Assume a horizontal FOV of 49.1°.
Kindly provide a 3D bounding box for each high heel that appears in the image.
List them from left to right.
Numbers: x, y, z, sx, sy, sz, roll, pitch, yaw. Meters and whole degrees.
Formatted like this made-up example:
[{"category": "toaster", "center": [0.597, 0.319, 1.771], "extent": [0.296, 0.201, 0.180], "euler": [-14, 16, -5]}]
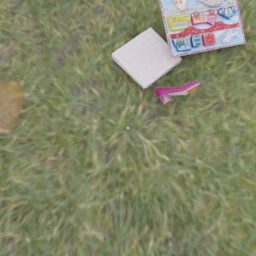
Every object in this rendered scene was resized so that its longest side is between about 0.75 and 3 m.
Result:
[{"category": "high heel", "center": [1.276, -1.061, 7.282], "extent": [1.124, 0.379, 0.539], "euler": [-30, 72, 4]}]

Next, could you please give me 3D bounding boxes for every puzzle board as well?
[{"category": "puzzle board", "center": [2.044, -2.969, 7.566], "extent": [2.321, 0.202, 1.749], "euler": [-14, 95, -15]}]

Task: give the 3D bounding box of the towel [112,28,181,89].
[{"category": "towel", "center": [0.525, -1.951, 7.786], "extent": [1.465, 0.236, 1.399], "euler": [-38, 77, -15]}]
